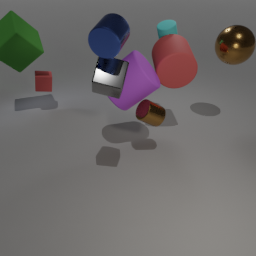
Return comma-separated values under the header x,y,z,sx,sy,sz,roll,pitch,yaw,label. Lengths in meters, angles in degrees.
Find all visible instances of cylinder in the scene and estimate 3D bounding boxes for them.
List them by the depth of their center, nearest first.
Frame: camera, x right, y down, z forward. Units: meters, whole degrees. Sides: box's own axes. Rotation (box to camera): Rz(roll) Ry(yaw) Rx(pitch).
x,y,z,sx,sy,sz,roll,pitch,yaw,label
-0.385,-1.922,5.854,0.700,0.700,0.700,9,45,16,cylinder
0.718,-0.472,8.914,0.700,0.700,0.700,22,15,-33,cylinder
0.085,-1.499,8.946,1.400,1.400,1.400,-34,20,22,cylinder
1.599,-2.343,9.834,1.400,1.400,1.400,-1,43,-3,cylinder
1.449,-3.461,10.233,0.700,0.700,0.700,-10,46,10,cylinder

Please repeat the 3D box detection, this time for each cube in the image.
x,y,z,sx,sy,sz,roll,pitch,yaw,label
-0.424,-1.180,6.537,0.700,0.700,0.700,14,-13,-4,cube
-4.397,-3.352,10.969,1.400,1.400,1.400,-34,57,16,cube
-3.691,-2.042,12.230,0.700,0.700,0.700,-1,32,-18,cube

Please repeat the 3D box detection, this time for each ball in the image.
x,y,z,sx,sy,sz,roll,pitch,yaw,label
3.887,-3.010,10.197,1.400,1.400,1.400,0,29,0,ball
